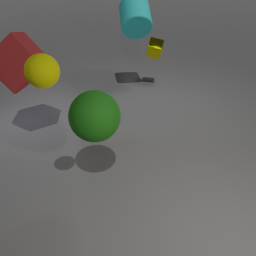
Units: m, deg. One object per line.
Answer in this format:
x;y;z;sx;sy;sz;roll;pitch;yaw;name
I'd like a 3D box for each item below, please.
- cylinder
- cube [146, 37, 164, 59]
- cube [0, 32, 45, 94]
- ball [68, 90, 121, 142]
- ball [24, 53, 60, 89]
0.337;-5.077;12.801;1.400;1.400;1.400;-4;65;-6;cylinder
1.347;-3.968;13.942;0.700;0.700;0.700;15;57;2;cube
-3.660;-2.228;9.437;1.400;1.400;1.400;-40;18;9;cube
-0.894;-0.313;7.521;1.400;1.400;1.400;0;31;0;ball
-1.746;-1.157;5.700;0.700;0.700;0.700;0;31;0;ball
